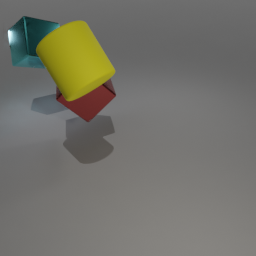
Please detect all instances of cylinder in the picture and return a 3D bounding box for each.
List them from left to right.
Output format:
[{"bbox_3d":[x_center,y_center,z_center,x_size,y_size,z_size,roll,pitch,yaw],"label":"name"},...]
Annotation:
[{"bbox_3d":[-1.246,-1.592,6.791,1.400,1.400,1.400,-32,4,2],"label":"cylinder"}]

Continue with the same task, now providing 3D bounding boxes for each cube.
[{"bbox_3d":[-3.430,-3.101,10.417,1.400,1.400,1.400,-6,-2,-44],"label":"cube"},{"bbox_3d":[-1.452,-1.350,9.508,1.400,1.400,1.400,-42,33,16],"label":"cube"}]
